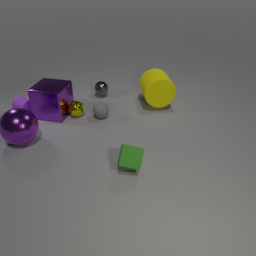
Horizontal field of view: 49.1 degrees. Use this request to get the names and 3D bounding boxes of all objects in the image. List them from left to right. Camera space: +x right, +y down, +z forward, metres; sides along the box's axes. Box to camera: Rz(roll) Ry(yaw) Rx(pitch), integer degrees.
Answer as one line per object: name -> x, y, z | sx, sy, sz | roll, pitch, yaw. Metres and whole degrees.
ball -> -4.048, -0.056, 10.394 | 1.400, 1.400, 1.400 | 0, 32, 0
cylinder -> -4.644, -0.981, 12.425 | 0.700, 0.700, 0.700 | 19, 37, 25
cube -> -3.307, -1.244, 12.263 | 1.400, 1.400, 1.400 | 7, 33, 12
ball -> -2.268, -0.849, 12.270 | 0.700, 0.700, 0.700 | 0, 32, 0
ball -> -1.167, -0.787, 12.129 | 0.700, 0.700, 0.700 | 0, 32, 0
ball -> -1.321, -1.969, 13.875 | 0.700, 0.700, 0.700 | 0, 32, 0
cube -> 0.083, 0.927, 9.046 | 0.700, 0.700, 0.700 | 12, -5, -4
cylinder -> 1.329, -1.848, 12.867 | 1.400, 1.400, 1.400 | -4, 31, -7
